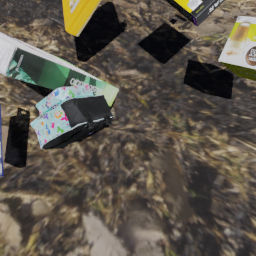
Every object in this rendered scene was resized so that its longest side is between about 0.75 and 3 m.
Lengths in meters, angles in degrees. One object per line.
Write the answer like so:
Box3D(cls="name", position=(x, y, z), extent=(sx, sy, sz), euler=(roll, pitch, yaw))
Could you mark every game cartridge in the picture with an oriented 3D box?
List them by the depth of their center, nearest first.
Box3D(cls="game cartridge", position=(-0.923, -4.175, 7.275), extent=(0.447, 2.756, 2.429), euler=(14, 46, -34))

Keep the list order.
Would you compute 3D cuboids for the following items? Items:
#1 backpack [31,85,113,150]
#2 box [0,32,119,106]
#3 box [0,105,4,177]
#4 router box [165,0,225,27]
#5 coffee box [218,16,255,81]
Box3D(cls="backpack", position=(-1.015, -0.150, 4.716), extent=(1.073, 1.208, 0.910), euler=(-19, 76, -55))
Box3D(cls="box", position=(-1.782, -1.287, 5.744), extent=(2.125, 2.944, 0.535), euler=(31, 101, 28))
Box3D(cls="box", position=(-3.038, 0.180, 5.732), extent=(0.269, 1.007, 1.663), euler=(-12, 76, 20))
Box3D(cls="router box", position=(1.794, -3.445, 6.510), extent=(1.764, 0.450, 1.316), euler=(-44, 71, 5))
Box3D(cls="coffee box", position=(3.063, -1.762, 6.531), extent=(1.149, 1.151, 1.138), euler=(31, 100, 45))
